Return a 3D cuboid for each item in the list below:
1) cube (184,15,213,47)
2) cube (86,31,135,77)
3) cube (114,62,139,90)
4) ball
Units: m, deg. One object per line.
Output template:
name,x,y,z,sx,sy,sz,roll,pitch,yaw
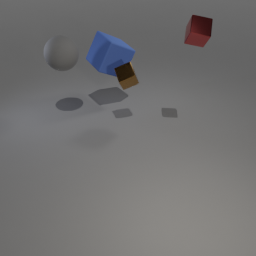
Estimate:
cube,2.357,-3.248,9.416,0.700,0.700,0.700,10,-14,-4
cube,-0.804,-3.299,12.648,1.400,1.400,1.400,6,31,-42
cube,-0.051,-2.073,11.172,0.700,0.700,0.700,-22,68,7
ball,-2.691,-3.018,11.360,1.400,1.400,1.400,0,31,0
